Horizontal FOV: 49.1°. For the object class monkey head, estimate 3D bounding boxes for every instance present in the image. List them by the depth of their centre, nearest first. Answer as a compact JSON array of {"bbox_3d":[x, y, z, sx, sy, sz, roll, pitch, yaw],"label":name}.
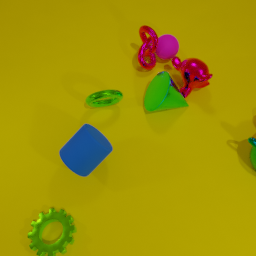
[{"bbox_3d":[1.887,-1.543,8.522,1.145,0.959,1.592,-46,49,-2],"label":"monkey head"}]

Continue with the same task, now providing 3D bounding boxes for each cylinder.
[{"bbox_3d":[-1.064,0.563,7.148,0.984,0.984,0.984,-46,66,9],"label":"cylinder"}]

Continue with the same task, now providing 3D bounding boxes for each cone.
[{"bbox_3d":[1.349,-0.876,8.379,1.254,1.249,1.249,20,56,-25],"label":"cone"}]

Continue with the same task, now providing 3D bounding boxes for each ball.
[{"bbox_3d":[1.270,-2.656,9.193,0.804,0.804,0.804,0,60,0],"label":"ball"}]

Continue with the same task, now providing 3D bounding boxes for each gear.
[{"bbox_3d":[-1.782,2.470,6.606,1.102,0.204,1.102,-4,55,5],"label":"gear"}]

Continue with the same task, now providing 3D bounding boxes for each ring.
[{"bbox_3d":[-0.684,-0.851,8.144,1.119,1.119,0.224,-10,80,-6],"label":"ring"}]

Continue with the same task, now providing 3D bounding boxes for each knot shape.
[{"bbox_3d":[0.651,-2.690,9.219,0.639,1.382,1.293,3,27,2],"label":"knot shape"}]

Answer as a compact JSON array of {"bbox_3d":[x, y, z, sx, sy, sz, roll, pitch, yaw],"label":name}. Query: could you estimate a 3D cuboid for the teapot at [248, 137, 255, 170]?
[{"bbox_3d":[3.744,0.839,7.086,1.810,1.125,0.886,42,26,3],"label":"teapot"}]
